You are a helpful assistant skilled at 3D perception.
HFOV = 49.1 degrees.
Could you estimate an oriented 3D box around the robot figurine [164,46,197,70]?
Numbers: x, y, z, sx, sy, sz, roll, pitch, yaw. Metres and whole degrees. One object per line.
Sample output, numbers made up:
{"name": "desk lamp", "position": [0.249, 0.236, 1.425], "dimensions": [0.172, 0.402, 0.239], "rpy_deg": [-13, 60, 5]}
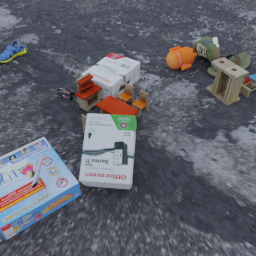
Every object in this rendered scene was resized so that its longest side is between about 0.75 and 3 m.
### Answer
{"name": "robot figurine", "position": [2.448, -3.277, 13.123], "dimensions": [1.522, 1.095, 0.888], "rpy_deg": [-21, 16, -19]}

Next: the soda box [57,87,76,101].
{"name": "soda box", "position": [-2.558, -1.404, 11.612], "dimensions": [0.810, 0.257, 0.287], "rpy_deg": [21, 49, 22]}

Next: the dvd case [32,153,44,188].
{"name": "dvd case", "position": [-2.378, 1.114, 7.377], "dimensions": [0.073, 0.591, 0.829], "rpy_deg": [15, 63, -23]}

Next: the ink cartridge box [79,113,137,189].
{"name": "ink cartridge box", "position": [-0.557, 0.697, 8.375], "dimensions": [1.524, 0.864, 2.079], "rpy_deg": [3, 72, 3]}

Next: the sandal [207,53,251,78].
{"name": "sandal", "position": [4.750, -2.978, 12.919], "dimensions": [2.388, 0.681, 0.948], "rpy_deg": [-25, 45, -21]}

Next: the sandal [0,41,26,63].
{"name": "sandal", "position": [-5.804, -3.778, 13.785], "dimensions": [0.640, 0.701, 1.611], "rpy_deg": [26, 51, 22]}

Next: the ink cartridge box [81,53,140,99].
{"name": "ink cartridge box", "position": [-0.700, -2.192, 11.958], "dimensions": [1.558, 0.904, 2.160], "rpy_deg": [25, 49, 24]}

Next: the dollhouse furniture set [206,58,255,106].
{"name": "dollhouse furniture set", "position": [4.488, -2.115, 11.535], "dimensions": [1.965, 1.385, 1.377], "rpy_deg": [-22, 48, -20]}

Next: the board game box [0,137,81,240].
{"name": "board game box", "position": [-2.953, 1.599, 8.192], "dimensions": [2.332, 0.652, 2.283], "rpy_deg": [-27, 51, -26]}

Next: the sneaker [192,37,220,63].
{"name": "sneaker", "position": [3.704, -3.714, 13.482], "dimensions": [1.244, 0.929, 2.770], "rpy_deg": [3, 33, 13]}

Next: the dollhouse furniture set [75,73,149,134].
{"name": "dollhouse furniture set", "position": [-0.789, -0.933, 10.368], "dimensions": [2.480, 1.291, 2.507], "rpy_deg": [30, 51, 27]}
